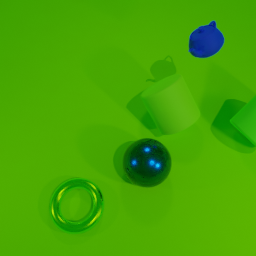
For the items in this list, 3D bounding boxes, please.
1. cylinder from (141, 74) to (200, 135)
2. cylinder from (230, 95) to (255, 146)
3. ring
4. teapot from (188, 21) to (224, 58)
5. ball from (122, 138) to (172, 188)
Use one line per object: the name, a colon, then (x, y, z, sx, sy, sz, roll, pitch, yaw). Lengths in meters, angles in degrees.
cylinder: (1.249, -0.690, 8.242, 1.327, 1.327, 1.327, -36, 108, -16)
cylinder: (3.897, -0.215, 8.004, 1.349, 1.349, 1.349, -47, 69, 13)
ring: (-1.396, 2.108, 7.661, 1.514, 0.303, 1.514, -1, 64, 3)
teapot: (2.029, -2.340, 7.492, 0.950, 0.748, 1.527, 10, 55, 43)
ball: (0.520, 0.952, 7.695, 1.350, 1.350, 1.350, 0, 64, 0)
